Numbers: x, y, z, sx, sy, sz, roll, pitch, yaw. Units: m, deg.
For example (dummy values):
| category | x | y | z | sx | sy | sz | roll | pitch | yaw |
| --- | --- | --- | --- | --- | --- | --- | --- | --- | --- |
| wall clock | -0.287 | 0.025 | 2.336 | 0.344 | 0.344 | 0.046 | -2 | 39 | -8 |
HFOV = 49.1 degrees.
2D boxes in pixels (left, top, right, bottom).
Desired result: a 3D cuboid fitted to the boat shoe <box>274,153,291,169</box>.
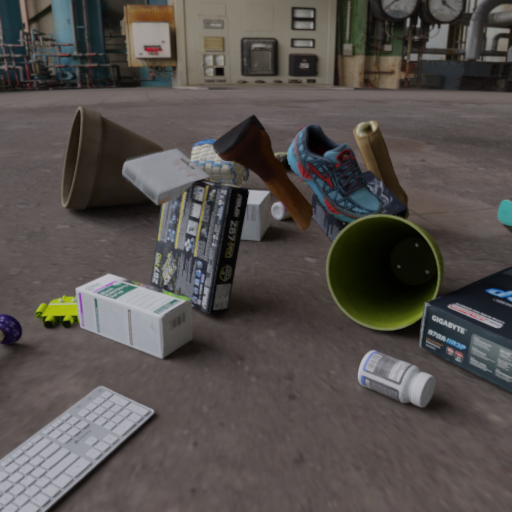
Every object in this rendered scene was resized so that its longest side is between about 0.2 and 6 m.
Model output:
| category | x | y | z | sx | sy | sz | roll | pitch | yaw |
| --- | --- | --- | --- | --- | --- | --- | --- | --- | --- |
| boat shoe | 1.297 | -3.194 | 18.786 | 1.834 | 0.671 | 0.594 | -20 | 40 | -33 |

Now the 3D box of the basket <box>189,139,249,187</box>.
| category | x | y | z | sx | sy | sz | roll | pitch | yaw |
| --- | --- | --- | --- | --- | --- | --- | --- | --- | --- |
| basket | -1.041 | -2.714 | 16.137 | 1.799 | 1.419 | 2.041 | 7 | 48 | 16 |

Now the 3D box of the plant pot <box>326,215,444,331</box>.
| category | x | y | z | sx | sy | sz | roll | pitch | yaw |
| --- | --- | --- | --- | --- | --- | --- | --- | --- | --- |
| plant pot | 2.304 | 0.167 | 9.106 | 1.740 | 1.740 | 1.859 | 13 | 12 | 29 |

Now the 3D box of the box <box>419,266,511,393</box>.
| category | x | y | z | sx | sy | sz | roll | pitch | yaw |
| --- | --- | --- | --- | --- | --- | --- | --- | --- | --- |
| box | 4.272 | 1.174 | 7.447 | 2.560 | 0.741 | 3.221 | -15 | 27 | -35 |

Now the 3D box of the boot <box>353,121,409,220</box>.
| category | x | y | z | sx | sy | sz | roll | pitch | yaw |
| --- | --- | --- | --- | --- | --- | --- | --- | --- | --- |
| boot | 2.717 | -1.956 | 12.239 | 0.702 | 2.121 | 1.858 | -23 | 22 | 10 |

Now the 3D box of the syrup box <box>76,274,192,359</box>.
| category | x | y | z | sx | sy | sz | roll | pitch | yaw |
| --- | --- | --- | --- | --- | --- | --- | --- | --- | --- |
| syrup box | -1.831 | 0.859 | 8.352 | 1.736 | 0.707 | 0.684 | 14 | 25 | 30 |

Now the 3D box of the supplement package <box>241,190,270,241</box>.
| category | x | y | z | sx | sy | sz | roll | pitch | yaw |
| --- | --- | --- | --- | --- | --- | --- | --- | --- | --- |
| supplement package | -0.370 | -0.949 | 12.670 | 1.184 | 0.870 | 1.132 | 5 | 22 | 13 |

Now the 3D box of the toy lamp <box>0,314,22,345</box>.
| category | x | y | z | sx | sy | sz | roll | pitch | yaw |
| --- | --- | --- | --- | --- | --- | --- | --- | --- | --- |
| toy lamp | -3.784 | 1.384 | 7.321 | 0.536 | 0.536 | 1.841 | 3 | 19 | 8 |

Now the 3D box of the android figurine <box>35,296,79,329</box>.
| category | x | y | z | sx | sy | sz | roll | pitch | yaw |
| --- | --- | --- | --- | --- | --- | --- | --- | --- | --- |
| android figurine | -3.080 | 0.877 | 9.017 | 0.839 | 0.189 | 0.922 | -1 | 23 | -1 |

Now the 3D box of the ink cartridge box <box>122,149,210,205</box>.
| category | x | y | z | sx | sy | sz | roll | pitch | yaw |
| --- | --- | --- | --- | --- | --- | --- | --- | --- | --- |
| ink cartridge box | -1.402 | -1.261 | 8.774 | 0.875 | 0.271 | 1.079 | 40 | 40 | 22 |

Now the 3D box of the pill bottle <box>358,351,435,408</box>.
| category | x | y | z | sx | sy | sz | roll | pitch | yaw |
| --- | --- | --- | --- | --- | --- | --- | --- | --- | --- |
| pill bottle | 1.742 | 1.532 | 6.957 | 0.840 | 0.478 | 0.478 | 18 | 28 | 38 |

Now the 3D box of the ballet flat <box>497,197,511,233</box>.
| category | x | y | z | sx | sy | sz | roll | pitch | yaw |
| --- | --- | --- | --- | --- | --- | --- | --- | --- | --- |
| ballet flat | 5.998 | -0.712 | 12.109 | 0.928 | 0.922 | 2.712 | 12 | 24 | 8 |

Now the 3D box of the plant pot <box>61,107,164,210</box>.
| category | x | y | z | sx | sy | sz | roll | pitch | yaw |
| --- | --- | --- | --- | --- | --- | --- | --- | --- | --- |
| plant pot | -3.655 | -2.325 | 14.489 | 2.251 | 2.594 | 2.594 | 8 | 17 | -25 |

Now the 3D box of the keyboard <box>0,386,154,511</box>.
| category | x | y | z | sx | sy | sz | roll | pitch | yaw |
| --- | --- | --- | --- | --- | --- | --- | --- | --- | --- |
| keyboard | -2.277 | 2.250 | 5.582 | 0.858 | 0.163 | 3.050 | 11 | 25 | 26 |

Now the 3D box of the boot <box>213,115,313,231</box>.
| category | x | y | z | sx | sy | sz | roll | pitch | yaw |
| --- | --- | --- | --- | --- | --- | --- | --- | --- | --- |
| boot | 0.172 | -1.147 | 8.592 | 0.651 | 1.903 | 1.791 | -31 | 13 | 13 |

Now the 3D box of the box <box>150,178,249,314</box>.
| category | x | y | z | sx | sy | sz | roll | pitch | yaw |
| --- | --- | --- | --- | --- | --- | --- | --- | --- | --- |
| box | -0.999 | -0.261 | 9.300 | 1.660 | 2.060 | 0.506 | 19 | 14 | 40 |

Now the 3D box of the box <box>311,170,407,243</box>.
| category | x | y | z | sx | sy | sz | roll | pitch | yaw |
| --- | --- | --- | --- | --- | --- | --- | --- | --- | --- |
| box | 1.807 | -0.763 | 10.016 | 1.263 | 0.658 | 1.150 | -24 | 53 | -16 |

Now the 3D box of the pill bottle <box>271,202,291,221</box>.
| category | x | y | z | sx | sy | sz | roll | pitch | yaw |
| --- | --- | --- | --- | --- | --- | --- | --- | --- | --- |
| pill bottle | 0.806 | -1.166 | 13.816 | 0.442 | 0.442 | 0.847 | 20 | 28 | 41 |

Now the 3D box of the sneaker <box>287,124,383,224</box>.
| category | x | y | z | sx | sy | sz | roll | pitch | yaw |
| --- | --- | --- | --- | --- | --- | --- | --- | --- | --- |
| sneaker | 1.289 | -1.334 | 9.068 | 0.789 | 0.950 | 1.990 | -37 | 73 | -27 |
